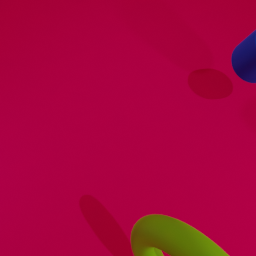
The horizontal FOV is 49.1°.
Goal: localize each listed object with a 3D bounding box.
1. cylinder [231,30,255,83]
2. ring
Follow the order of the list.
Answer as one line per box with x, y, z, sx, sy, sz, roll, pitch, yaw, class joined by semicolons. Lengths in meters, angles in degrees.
2.955;-1.612;6.054;1.038;1.038;1.038;1;81;-7;cylinder
0.597;1.467;2.667;0.298;1.489;1.489;-35;64;-31;ring
